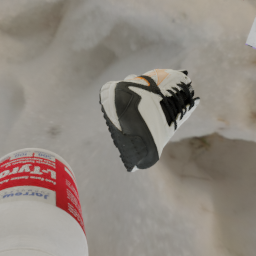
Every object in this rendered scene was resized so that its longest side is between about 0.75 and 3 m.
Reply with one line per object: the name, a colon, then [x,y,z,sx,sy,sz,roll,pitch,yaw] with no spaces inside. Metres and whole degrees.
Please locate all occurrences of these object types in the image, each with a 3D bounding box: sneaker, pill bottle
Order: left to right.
pill bottle: [-1.201,1.233,3.288,1.367,2.435,1.367,-4,106,-14]
sneaker: [0.415,-0.377,3.926,1.140,2.850,1.050,-14,109,15]

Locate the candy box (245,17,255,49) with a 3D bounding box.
candy box: [2.059,-0.957,3.220,1.078,0.904,0.386,13,114,-2]
